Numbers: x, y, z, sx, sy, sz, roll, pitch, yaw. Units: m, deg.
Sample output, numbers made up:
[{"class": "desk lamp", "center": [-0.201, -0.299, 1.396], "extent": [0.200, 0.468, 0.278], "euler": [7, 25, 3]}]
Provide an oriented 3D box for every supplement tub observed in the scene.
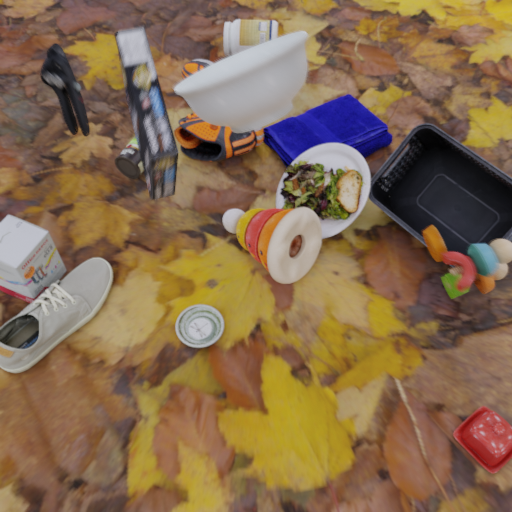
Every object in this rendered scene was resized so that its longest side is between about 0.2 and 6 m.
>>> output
[{"class": "supplement tub", "center": [-0.134, -5.600, 14.535], "extent": [1.360, 0.982, 0.982], "euler": [3, 54, 2]}]

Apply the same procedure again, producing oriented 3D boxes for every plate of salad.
[{"class": "plate of salad", "center": [1.253, -1.345, 11.232], "extent": [2.109, 0.507, 2.109], "euler": [-12, 67, 30]}]

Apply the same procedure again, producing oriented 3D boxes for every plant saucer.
[{"class": "plant saucer", "center": [-1.006, 1.294, 10.067], "extent": [0.867, 0.218, 0.867], "euler": [0, 55, 0]}]

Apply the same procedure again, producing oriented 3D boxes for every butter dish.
[{"class": "butter dish", "center": [3.696, 2.789, 8.749], "extent": [0.836, 0.620, 0.838], "euler": [-33, 61, -20]}]

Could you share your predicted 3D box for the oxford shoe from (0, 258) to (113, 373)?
[{"class": "oxford shoe", "center": [-3.566, 0.937, 10.006], "extent": [0.986, 0.758, 2.623], "euler": [28, 57, 22]}]

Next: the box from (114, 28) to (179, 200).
[{"class": "box", "center": [-1.780, -2.232, 9.260], "extent": [0.525, 2.112, 2.097], "euler": [-13, 82, -11]}]

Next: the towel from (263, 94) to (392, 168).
[{"class": "towel", "center": [1.601, -2.772, 12.723], "extent": [2.550, 0.632, 1.883], "euler": [-26, 59, -17]}]

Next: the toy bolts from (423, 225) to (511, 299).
[{"class": "toy bolts", "center": [3.350, -0.037, 8.688], "extent": [0.973, 1.403, 1.340], "euler": [-24, 82, 7]}]

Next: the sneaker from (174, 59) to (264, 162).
[{"class": "sneaker", "center": [-1.286, -3.337, 12.808], "extent": [1.689, 1.169, 3.015], "euler": [-28, 59, -20]}]

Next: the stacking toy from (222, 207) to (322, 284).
[{"class": "stacking toy", "center": [0.127, -0.431, 10.886], "extent": [2.025, 1.479, 1.479], "euler": [23, 55, 38]}]

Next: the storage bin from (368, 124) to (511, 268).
[{"class": "storage bin", "center": [3.684, -1.000, 10.584], "extent": [2.666, 1.250, 1.802], "euler": [45, 105, 28]}]

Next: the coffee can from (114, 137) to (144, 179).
[{"class": "coffee can", "center": [-2.613, -2.203, 12.322], "extent": [0.623, 0.623, 0.852], "euler": [21, 56, 14]}]

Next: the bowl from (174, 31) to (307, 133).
[{"class": "bowl", "center": [-0.085, -2.448, 8.267], "extent": [2.081, 0.935, 2.081], "euler": [-19, 25, 9]}]

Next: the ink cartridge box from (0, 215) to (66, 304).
[{"class": "ink cartridge box", "center": [-4.271, 0.092, 10.265], "extent": [0.932, 1.289, 0.937], "euler": [20, 57, 14]}]

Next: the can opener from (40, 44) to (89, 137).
[{"class": "can opener", "center": [-2.602, -2.230, 7.840], "extent": [0.439, 1.385, 0.544], "euler": [12, 52, 15]}]
